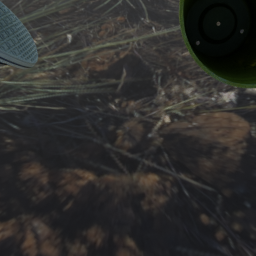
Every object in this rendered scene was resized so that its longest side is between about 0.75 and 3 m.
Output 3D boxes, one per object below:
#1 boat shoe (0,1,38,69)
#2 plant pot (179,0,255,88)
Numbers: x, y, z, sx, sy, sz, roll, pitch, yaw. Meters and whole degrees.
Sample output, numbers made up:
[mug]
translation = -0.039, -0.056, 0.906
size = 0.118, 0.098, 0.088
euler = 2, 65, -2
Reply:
[boat shoe]
translation = -2.505, -1.456, 3.795
size = 0.873, 2.806, 1.047
euler = -23, 70, 30
[plant pot]
translation = 1.800, -1.869, 4.729
size = 2.139, 2.139, 2.059
euler = 2, 15, 2
